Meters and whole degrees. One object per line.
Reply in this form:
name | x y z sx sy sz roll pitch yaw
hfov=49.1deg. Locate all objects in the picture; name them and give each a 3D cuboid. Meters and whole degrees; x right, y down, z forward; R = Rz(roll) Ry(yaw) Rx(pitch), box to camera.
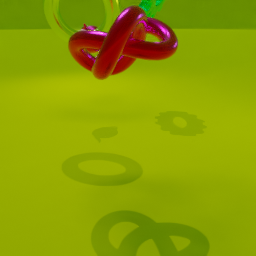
teapot | -0.967 -2.511 7.915 0.609 0.773 1.243 26 -11 42
gear | 1.002 -4.447 8.904 0.355 1.921 1.921 33 29 7
knot shape | -0.106 -1.171 3.968 1.639 0.758 1.534 -16 12 9
ring | -1.028 -2.650 6.248 1.732 1.732 0.346 2 37 4
